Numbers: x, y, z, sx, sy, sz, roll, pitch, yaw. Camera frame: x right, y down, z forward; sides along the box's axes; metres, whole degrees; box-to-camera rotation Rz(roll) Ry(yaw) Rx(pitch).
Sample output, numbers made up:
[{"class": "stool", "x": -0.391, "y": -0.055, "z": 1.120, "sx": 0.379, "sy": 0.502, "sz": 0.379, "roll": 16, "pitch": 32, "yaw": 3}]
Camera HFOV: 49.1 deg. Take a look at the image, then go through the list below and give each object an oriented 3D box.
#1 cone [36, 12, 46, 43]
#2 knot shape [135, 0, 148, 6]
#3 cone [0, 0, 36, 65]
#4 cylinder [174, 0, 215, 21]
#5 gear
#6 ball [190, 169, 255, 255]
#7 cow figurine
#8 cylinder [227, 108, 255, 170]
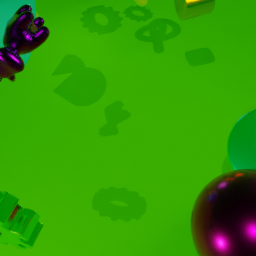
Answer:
[{"class": "cone", "x": -2.894, "y": -2.562, "z": 7.455, "sx": 1.017, "sy": 1.013, "sz": 1.013, "roll": -36, "pitch": 62, "yaw": -27}, {"class": "knot shape", "x": 0.184, "y": -4.379, "z": 7.878, "sx": 0.935, "sy": 1.893, "sz": 2.023, "roll": 10, "pitch": 90, "yaw": -17}, {"class": "cone", "x": -2.949, "y": -2.155, "z": 5.683, "sx": 1.641, "sy": 1.634, "sz": 1.634, "roll": 1, "pitch": 48, "yaw": -37}, {"class": "cylinder", "x": 1.685, "y": -3.249, "z": 7.148, "sx": 0.795, "sy": 0.795, "sz": 0.795, "roll": -17, "pitch": 57, "yaw": -5}, {"class": "gear", "x": -1.490, "y": 0.805, "z": 2.769, "sx": 1.290, "sy": 1.290, "sz": 0.239, "roll": 15, "pitch": 53, "yaw": 10}, {"class": "ball", "x": 1.210, "y": 0.989, "z": 2.764, "sx": 1.163, "sy": 1.163, "sz": 1.163, "roll": 0, "pitch": 55, "yaw": 0}, {"class": "cow figurine", "x": -1.749, "y": -1.298, "z": 4.331, "sx": 1.105, "sy": 0.617, "sz": 1.123, "roll": -42, "pitch": 40, "yaw": 8}, {"class": "cylinder", "x": 2.400, "y": 0.346, "z": 4.490, "sx": 1.274, "sy": 1.274, "sz": 1.274, "roll": -4, "pitch": 83, "yaw": 35}]
